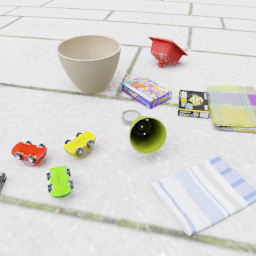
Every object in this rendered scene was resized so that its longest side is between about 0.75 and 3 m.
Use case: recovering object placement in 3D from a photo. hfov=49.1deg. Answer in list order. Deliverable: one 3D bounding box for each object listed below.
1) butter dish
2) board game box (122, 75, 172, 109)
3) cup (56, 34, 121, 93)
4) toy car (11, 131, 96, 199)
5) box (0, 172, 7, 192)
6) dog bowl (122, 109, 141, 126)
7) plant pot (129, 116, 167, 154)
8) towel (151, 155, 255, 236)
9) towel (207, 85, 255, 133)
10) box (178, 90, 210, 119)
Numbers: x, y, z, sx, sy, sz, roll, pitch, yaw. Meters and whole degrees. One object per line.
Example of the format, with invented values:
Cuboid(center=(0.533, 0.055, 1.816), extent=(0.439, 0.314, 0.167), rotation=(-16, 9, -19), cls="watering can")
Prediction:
Cuboid(center=(1.783, -3.567, 13.663), extent=(1.675, 1.242, 1.680), rotation=(27, 5, 41), cls="butter dish")
Cuboid(center=(0.760, -1.548, 11.707), extent=(1.215, 0.405, 1.808), rotation=(-27, 46, -29), cls="board game box")
Cuboid(center=(-1.567, -2.585, 11.831), extent=(2.598, 1.858, 2.598), rotation=(0, 40, 0), cls="cup")
Cuboid(center=(-2.061, 1.164, 8.220), extent=(2.595, 0.579, 2.442), rotation=(-10, 40, -11), cls="toy car")
Cuboid(center=(-4.109, 1.648, 7.879), extent=(1.092, 0.238, 0.874), rotation=(1, 39, 1), cls="box")
Cuboid(center=(0.127, -0.378, 10.401), extent=(0.774, 0.227, 0.774), rotation=(0, 39, 0), cls="dog bowl")
Cuboid(center=(0.531, 0.087, 8.802), extent=(1.149, 1.149, 1.106), rotation=(-5, 16, -6), cls="plant pot")
Cuboid(center=(2.120, 1.726, 7.742), extent=(2.501, 0.298, 1.836), rotation=(-17, 43, -21), cls="towel")
Cuboid(center=(4.211, -0.813, 10.869), extent=(2.142, 0.340, 2.983), rotation=(3, 38, 5), cls="towel")
Cuboid(center=(2.567, -0.966, 11.035), extent=(1.165, 0.360, 1.459), rotation=(5, 39, 9), cls="box")
